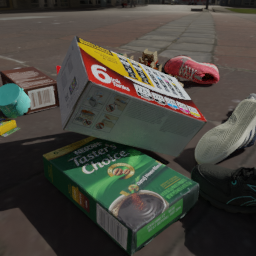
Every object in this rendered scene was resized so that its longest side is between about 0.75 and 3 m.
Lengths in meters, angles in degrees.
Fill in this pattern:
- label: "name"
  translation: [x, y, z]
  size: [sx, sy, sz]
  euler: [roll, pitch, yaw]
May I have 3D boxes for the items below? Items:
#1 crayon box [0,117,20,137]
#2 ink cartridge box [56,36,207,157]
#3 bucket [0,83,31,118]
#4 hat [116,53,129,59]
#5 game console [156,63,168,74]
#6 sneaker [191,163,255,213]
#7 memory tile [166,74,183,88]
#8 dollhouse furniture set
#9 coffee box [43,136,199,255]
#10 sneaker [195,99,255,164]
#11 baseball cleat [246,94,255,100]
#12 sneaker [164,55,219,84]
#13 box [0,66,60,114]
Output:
- label: "crayon box"
  translation: [-3.717, -0.067, 8.168]
  size: [0.941, 0.243, 0.592]
  euler: [14, 31, 23]
- label: "ink cartridge box"
  translation: [-0.072, -0.860, 6.609]
  size: [2.941, 1.233, 2.582]
  euler: [15, 33, -31]
- label: "bucket"
  translation: [-3.411, -0.820, 8.257]
  size: [0.935, 0.608, 0.935]
  euler: [-4, 61, 8]
- label: "hat"
  translation: [-0.434, -2.862, 13.697]
  size: [1.157, 1.230, 1.397]
  euler: [26, -5, 31]
- label: "game console"
  translation: [1.392, -2.807, 13.069]
  size: [0.966, 0.197, 1.637]
  euler: [-4, 28, -6]
- label: "sneaker"
  translation: [2.540, 1.046, 5.090]
  size: [2.825, 1.120, 1.065]
  euler: [16, 33, 30]
- label: "memory tile"
  translation: [1.172, -2.242, 12.393]
  size: [2.207, 0.242, 2.879]
  euler: [0, 28, 0]
- label: "dollhouse furniture set"
  translation: [0.614, -2.514, 11.774]
  size: [1.744, 0.898, 1.725]
  euler: [22, 50, 23]
- label: "coffee box"
  translation: [-0.276, 1.029, 5.598]
  size: [1.741, 0.623, 2.831]
  euler: [-21, 34, -36]
- label: "sneaker"
  translation: [2.626, 0.312, 6.954]
  size: [2.318, 0.980, 0.869]
  euler: [-38, 40, -15]
- label: "baseball cleat"
  translation: [4.000, -0.573, 8.949]
  size: [0.855, 0.560, 1.606]
  euler: [26, 46, 30]
- label: "sneaker"
  translation: [2.743, -2.403, 11.799]
  size: [2.443, 0.900, 1.060]
  euler: [8, 34, -6]
- label: "box"
  translation: [-3.561, -1.443, 10.099]
  size: [1.293, 0.968, 2.583]
  euler: [-18, 34, -31]
